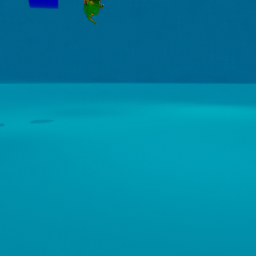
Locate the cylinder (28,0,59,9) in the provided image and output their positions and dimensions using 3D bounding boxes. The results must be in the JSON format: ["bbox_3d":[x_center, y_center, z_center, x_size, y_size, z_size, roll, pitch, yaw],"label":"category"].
[{"bbox_3d":[-2.787,-4.424,9.198,0.929,0.929,0.929,-4,11,-14],"label":"cylinder"}]

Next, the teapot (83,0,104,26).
[{"bbox_3d":[-1.247,-4.439,10.204,0.712,1.455,0.904,10,2,-7],"label":"teapot"}]
